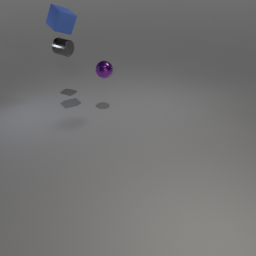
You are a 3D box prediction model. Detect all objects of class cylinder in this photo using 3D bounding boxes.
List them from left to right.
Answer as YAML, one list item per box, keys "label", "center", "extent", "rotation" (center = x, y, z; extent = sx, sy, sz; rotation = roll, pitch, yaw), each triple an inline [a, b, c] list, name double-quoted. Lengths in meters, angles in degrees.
- label: "cylinder"
  center: [-2.833, -3.536, 12.246]
  extent: [0.700, 0.700, 0.700]
  rotation: [19, 34, 20]

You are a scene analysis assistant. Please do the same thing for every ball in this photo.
- label: "ball"
  center: [-0.958, -2.359, 11.313]
  extent: [0.700, 0.700, 0.700]
  rotation: [0, 30, 0]

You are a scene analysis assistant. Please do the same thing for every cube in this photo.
- label: "cube"
  center: [-2.305, -3.745, 9.671]
  extent: [0.700, 0.700, 0.700]
  rotation: [-3, 39, -44]
